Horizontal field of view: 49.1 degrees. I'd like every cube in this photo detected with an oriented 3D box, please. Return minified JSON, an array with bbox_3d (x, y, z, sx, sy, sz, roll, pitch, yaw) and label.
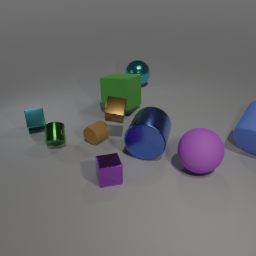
[{"bbox_3d":[-0.575,1.267,8.460,0.700,0.700,0.700,-8,30,-13],"label":"cube"},{"bbox_3d":[-0.453,-0.659,10.226,0.700,0.700,0.700,9,68,0],"label":"cube"},{"bbox_3d":[-3.686,-0.355,11.130,0.700,0.700,0.700,-10,-3,-18],"label":"cube"},{"bbox_3d":[-0.300,-1.665,12.692,1.400,1.400,1.400,7,20,25],"label":"cube"}]

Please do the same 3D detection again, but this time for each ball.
[{"bbox_3d":[2.234,0.688,8.625,1.400,1.400,1.400,0,29,0],"label":"ball"},{"bbox_3d":[0.531,-3.046,15.509,1.400,1.400,1.400,0,29,0],"label":"ball"}]

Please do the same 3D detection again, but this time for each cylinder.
[{"bbox_3d":[-1.180,0.162,10.447,0.700,0.700,0.700,19,34,31],"label":"cylinder"},{"bbox_3d":[0.715,0.162,9.716,1.400,1.400,1.400,8,30,13],"label":"cylinder"},{"bbox_3d":[-2.627,0.215,10.093,0.700,0.700,0.700,-5,72,-8],"label":"cylinder"},{"bbox_3d":[4.517,-0.016,9.539,1.400,1.400,1.400,22,63,35],"label":"cylinder"}]
